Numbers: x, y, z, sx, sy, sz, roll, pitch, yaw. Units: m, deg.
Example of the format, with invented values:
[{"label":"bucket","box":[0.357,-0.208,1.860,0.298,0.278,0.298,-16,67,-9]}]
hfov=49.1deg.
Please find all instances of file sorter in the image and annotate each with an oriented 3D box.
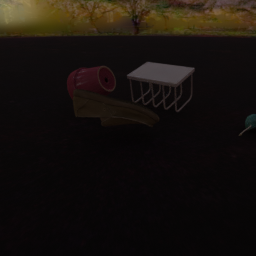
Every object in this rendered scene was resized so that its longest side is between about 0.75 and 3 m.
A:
[{"label":"file sorter","box":[1.253,-1.534,10.446,2.026,1.262,1.406,16,41,34]}]

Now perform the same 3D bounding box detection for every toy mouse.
[{"label":"toy mouse","box":[3.926,-0.313,7.907,1.890,0.411,2.126,-22,-5,2]}]

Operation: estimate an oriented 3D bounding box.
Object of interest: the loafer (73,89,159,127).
[{"label":"loafer","box":[-0.377,-0.424,7.951,2.525,0.851,0.960,17,9,0]}]

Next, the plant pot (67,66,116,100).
[{"label":"plant pot","box":[-1.210,-1.563,10.005,1.301,1.454,1.454,-16,10,37]}]
